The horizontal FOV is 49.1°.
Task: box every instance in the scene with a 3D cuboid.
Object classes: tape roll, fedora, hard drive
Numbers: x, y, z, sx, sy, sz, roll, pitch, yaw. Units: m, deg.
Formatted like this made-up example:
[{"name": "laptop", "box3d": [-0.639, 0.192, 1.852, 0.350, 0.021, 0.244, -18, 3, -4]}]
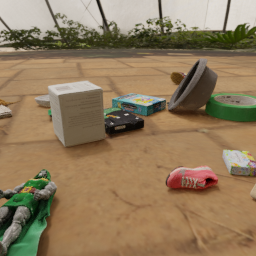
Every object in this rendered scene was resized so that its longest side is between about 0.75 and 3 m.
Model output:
[{"name": "tape roll", "box3d": [4.828, -0.977, 12.578, 2.603, 0.626, 2.603, 1, 20, 0]}, {"name": "fedora", "box3d": [3.067, -1.728, 12.642, 1.258, 2.785, 2.463, 30, 34, -3]}, {"name": "hard drive", "box3d": [-0.541, -0.326, 11.104, 1.505, 0.407, 2.154, -12, 24, -29]}]

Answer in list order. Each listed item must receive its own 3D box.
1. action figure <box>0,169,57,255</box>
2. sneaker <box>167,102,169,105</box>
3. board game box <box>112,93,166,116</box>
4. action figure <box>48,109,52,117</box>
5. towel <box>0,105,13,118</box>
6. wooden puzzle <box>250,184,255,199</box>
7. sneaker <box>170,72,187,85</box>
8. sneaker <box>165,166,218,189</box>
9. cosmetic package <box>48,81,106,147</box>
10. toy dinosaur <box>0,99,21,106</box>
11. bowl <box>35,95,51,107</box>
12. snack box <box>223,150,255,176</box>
[{"name": "action figure", "box3d": [-2.128, 1.556, 5.588, 1.619, 0.749, 2.740, -1, 16, 5]}, {"name": "sneaker", "box3d": [2.284, -1.305, 13.918, 0.759, 0.321, 0.283, -4, 20, -9]}, {"name": "board game box", "box3d": [0.514, -1.164, 13.295, 2.062, 0.484, 1.557, 15, 25, 36]}, {"name": "action figure", "box3d": [-3.196, -0.662, 12.136, 0.739, 0.342, 1.250, -11, 16, -25]}, {"name": "towel", "box3d": [-5.854, -0.714, 12.375, 1.036, 0.270, 1.563, -17, 26, -40]}, {"name": "wooden puzzle", "box3d": [3.345, 1.496, 6.436, 0.828, 0.207, 0.894, 14, 29, 35]}, {"name": "sneaker", "box3d": [3.926, -3.230, 18.666, 2.273, 0.852, 1.024, 23, 21, 35]}, {"name": "sneaker", "box3d": [1.566, 1.224, 6.727, 1.341, 0.494, 0.581, -6, 22, -18]}, {"name": "cosmetic package", "box3d": [-1.759, -0.547, 9.607, 1.483, 1.783, 1.492, -13, 25, -25]}, {"name": "toy dinosaur", "box3d": [-6.108, -1.209, 13.676, 0.934, 0.531, 1.758, 14, 9, 6]}, {"name": "bowl", "box3d": [-3.958, -1.339, 13.923, 1.036, 0.387, 1.037, 11, 22, 27]}, {"name": "snack box", "box3d": [3.111, 0.949, 7.790, 0.743, 0.277, 1.044, 2, 20, 6]}]
